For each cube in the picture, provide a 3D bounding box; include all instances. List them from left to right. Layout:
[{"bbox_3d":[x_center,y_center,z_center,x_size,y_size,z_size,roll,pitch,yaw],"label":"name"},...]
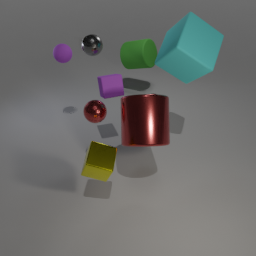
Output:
[{"bbox_3d":[-0.743,0.865,7.197,0.700,0.700,0.700,17,54,-10],"label":"cube"},{"bbox_3d":[-0.585,-1.415,9.409,0.700,0.700,0.700,-12,15,-13],"label":"cube"},{"bbox_3d":[1.954,-2.520,9.055,1.400,1.400,1.400,28,71,-18],"label":"cube"}]

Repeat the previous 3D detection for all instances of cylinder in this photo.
[{"bbox_3d":[0.552,-3.722,14.192,1.400,1.400,1.400,4,29,35],"label":"cylinder"},{"bbox_3d":[0.495,-0.197,8.113,1.400,1.400,1.400,-1,-1,0],"label":"cylinder"}]

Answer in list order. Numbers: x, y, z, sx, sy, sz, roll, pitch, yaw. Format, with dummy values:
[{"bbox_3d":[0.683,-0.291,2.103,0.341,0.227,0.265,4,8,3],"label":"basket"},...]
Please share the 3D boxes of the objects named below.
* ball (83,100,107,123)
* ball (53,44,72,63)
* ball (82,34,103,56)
[{"bbox_3d":[-0.982,-0.492,8.384,0.700,0.700,0.700,0,31,0],"label":"ball"},{"bbox_3d":[-2.421,-2.764,10.381,0.700,0.700,0.700,0,31,0],"label":"ball"},{"bbox_3d":[-1.193,-2.760,9.353,0.700,0.700,0.700,0,31,0],"label":"ball"}]
